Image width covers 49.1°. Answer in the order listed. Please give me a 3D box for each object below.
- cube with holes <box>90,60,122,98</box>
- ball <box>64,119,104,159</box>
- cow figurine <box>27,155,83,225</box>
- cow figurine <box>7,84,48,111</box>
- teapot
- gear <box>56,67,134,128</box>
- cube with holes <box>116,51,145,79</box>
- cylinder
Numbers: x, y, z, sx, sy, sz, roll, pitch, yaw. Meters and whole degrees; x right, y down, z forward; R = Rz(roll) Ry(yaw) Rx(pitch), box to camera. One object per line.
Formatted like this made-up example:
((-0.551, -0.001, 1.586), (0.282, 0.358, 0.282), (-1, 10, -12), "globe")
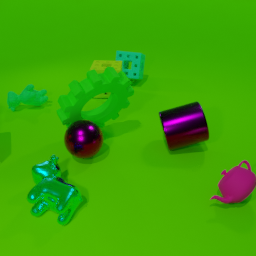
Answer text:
((-0.721, -1.695, 9.677), (0.994, 0.994, 0.994), (2, 31, 2), "cube with holes")
((-0.995, 0.250, 6.321), (0.886, 0.886, 0.886), (0, 30, 0), "ball")
((-1.338, 1.094, 5.243), (1.238, 0.680, 1.218), (13, 35, 16), "cow figurine")
((-3.189, -0.904, 8.780), (1.078, 1.061, 0.592), (17, 49, -52), "cow figurine")
((1.940, 1.023, 5.153), (0.564, 0.716, 1.152), (43, 64, 9), "teapot")
((-0.748, -0.615, 6.678), (1.861, 1.861, 0.344), (-18, 61, -29), "gear")
((0.083, -2.368, 10.614), (0.920, 0.920, 0.920), (9, 11, 11), "cube with holes")
((1.311, -0.047, 6.658), (0.968, 0.968, 0.968), (-16, 29, 6), "cylinder")
